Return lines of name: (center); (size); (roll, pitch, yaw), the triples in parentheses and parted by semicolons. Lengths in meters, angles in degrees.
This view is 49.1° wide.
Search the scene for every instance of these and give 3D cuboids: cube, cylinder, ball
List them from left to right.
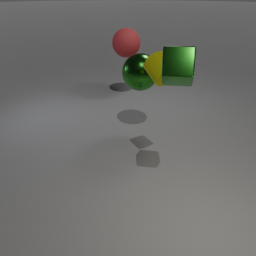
ball: (-0.084, -4.204, 13.835); (1.400, 1.400, 1.400); (0, 28, 0)
ball: (0.466, -2.117, 10.628); (1.400, 1.400, 1.400); (0, 28, 0)
cylinder: (0.903, -1.641, 7.787); (0.700, 0.700, 0.700); (-18, 64, -30)
cube: (1.141, -1.388, 6.363); (0.700, 0.700, 0.700); (4, -7, 10)
